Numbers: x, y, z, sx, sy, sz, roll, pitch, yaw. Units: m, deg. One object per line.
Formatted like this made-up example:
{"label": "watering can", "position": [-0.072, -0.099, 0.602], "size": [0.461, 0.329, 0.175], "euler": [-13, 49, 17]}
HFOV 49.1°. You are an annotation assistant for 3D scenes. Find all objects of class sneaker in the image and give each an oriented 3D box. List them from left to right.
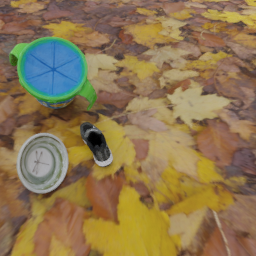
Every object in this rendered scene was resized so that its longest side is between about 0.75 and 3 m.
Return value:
{"label": "sneaker", "position": [-0.959, 0.243, 7.880], "size": [0.592, 0.806, 1.780], "euler": [-24, 45, -12]}

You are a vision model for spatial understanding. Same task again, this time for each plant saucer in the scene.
{"label": "plant saucer", "position": [-2.163, 0.866, 6.989], "size": [0.370, 1.476, 1.476], "euler": [-3, 36, 38]}

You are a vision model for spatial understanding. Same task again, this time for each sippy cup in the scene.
{"label": "sippy cup", "position": [-2.291, -1.489, 8.717], "size": [2.000, 1.867, 2.547], "euler": [-24, 83, -17]}
